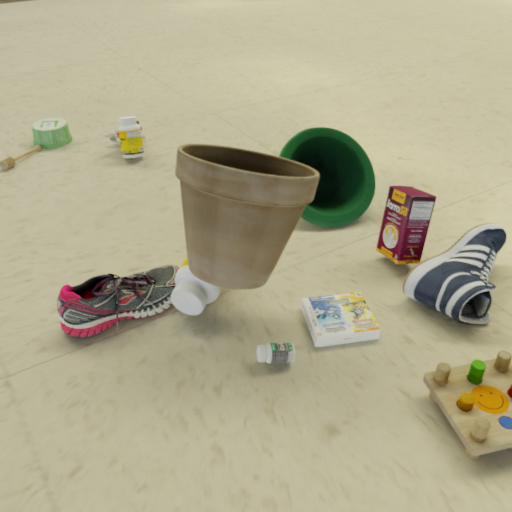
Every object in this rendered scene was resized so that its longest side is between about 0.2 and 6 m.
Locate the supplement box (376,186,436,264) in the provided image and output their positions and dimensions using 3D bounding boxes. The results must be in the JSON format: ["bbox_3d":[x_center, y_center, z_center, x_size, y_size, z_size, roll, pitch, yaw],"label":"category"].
[{"bbox_3d":[2.631,-0.552,9.912,0.535,1.249,0.689,-2,22,-24],"label":"supplement box"}]

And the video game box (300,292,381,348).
[{"bbox_3d":[1.311,0.988,8.866,1.039,0.243,0.946,-7,39,-9],"label":"video game box"}]

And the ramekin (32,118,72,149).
[{"bbox_3d":[-5.276,-3.179,14.421,0.978,0.478,0.978,0,36,0],"label":"ramekin"}]

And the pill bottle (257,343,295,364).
[{"bbox_3d":[0.284,1.411,8.130,0.514,0.291,0.291,0,35,-14],"label":"pill bottle"}]

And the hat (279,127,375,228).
[{"bbox_3d":[1.220,-1.544,12.326,2.029,2.156,2.449,-20,82,-12],"label":"hat"}]

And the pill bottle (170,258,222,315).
[{"bbox_3d":[-0.861,0.296,9.229,0.775,0.775,1.383,12,44,16],"label":"pill bottle"}]

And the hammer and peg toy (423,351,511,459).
[{"bbox_3d":[3.298,1.874,7.282,1.827,0.644,1.344,-8,37,-11],"label":"hammer and peg toy"}]

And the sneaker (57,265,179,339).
[{"bbox_3d":[-2.094,0.590,8.927,2.095,0.782,0.845,-23,40,-33],"label":"sneaker"}]

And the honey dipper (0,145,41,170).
[{"bbox_3d":[-5.702,-2.422,13.626,0.242,0.242,1.273,13,34,17],"label":"honey dipper"}]

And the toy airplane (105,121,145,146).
[{"bbox_3d":[-3.273,-2.969,14.104,0.921,0.650,0.917,-15,-2,-6],"label":"toy airplane"}]

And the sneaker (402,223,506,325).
[{"bbox_3d":[3.692,0.309,9.277,2.330,0.817,1.264,-28,39,-23],"label":"sneaker"}]

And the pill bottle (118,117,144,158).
[{"bbox_3d":[-3.026,-2.863,13.507,0.529,0.940,0.529,-5,18,1],"label":"pill bottle"}]

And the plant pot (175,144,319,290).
[{"bbox_3d":[-0.265,-0.555,8.219,2.066,1.793,2.066,11,19,-4],"label":"plant pot"}]
